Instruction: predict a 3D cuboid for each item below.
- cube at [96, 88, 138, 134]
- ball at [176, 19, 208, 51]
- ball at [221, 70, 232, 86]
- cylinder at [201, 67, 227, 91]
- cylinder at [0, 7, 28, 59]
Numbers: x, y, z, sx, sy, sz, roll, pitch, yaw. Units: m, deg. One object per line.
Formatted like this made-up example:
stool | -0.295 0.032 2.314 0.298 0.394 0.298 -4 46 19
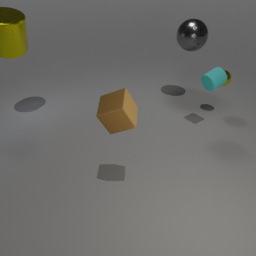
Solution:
cube | -0.238 -0.389 6.645 0.700 0.700 0.700 -15 45 22
ball | 2.884 -4.164 12.580 1.400 1.400 1.400 0 31 0
ball | 4.113 -2.158 12.130 0.700 0.700 0.700 0 31 0
cylinder | 3.293 -1.869 10.732 0.700 0.700 0.700 -32 41 -17
cylinder | -4.558 -3.583 10.554 1.400 1.400 1.400 8 44 -8
